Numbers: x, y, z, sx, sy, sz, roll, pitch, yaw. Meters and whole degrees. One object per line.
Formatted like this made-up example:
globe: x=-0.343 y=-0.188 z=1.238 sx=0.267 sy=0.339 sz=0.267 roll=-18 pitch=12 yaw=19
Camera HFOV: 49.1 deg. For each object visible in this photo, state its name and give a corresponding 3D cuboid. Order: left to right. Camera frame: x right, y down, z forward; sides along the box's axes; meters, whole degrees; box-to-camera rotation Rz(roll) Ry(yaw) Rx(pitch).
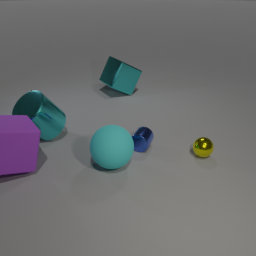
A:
cube: x=-3.669 y=0.478 z=8.624 sx=1.400 sy=1.400 sz=1.400 roll=-1 pitch=23 yaw=-37
cylinder: x=-3.256 y=-0.436 z=10.346 sx=1.400 sy=1.400 sz=1.400 roll=-13 pitch=57 yaw=21
ball: x=-0.513 y=0.598 z=8.918 sx=1.400 sy=1.400 sz=1.400 roll=0 pitch=28 yaw=0
cube: x=-0.400 y=-2.750 z=14.730 sx=1.400 sy=1.400 sz=1.400 roll=16 pitch=15 yaw=-40
cylinder: x=0.495 y=0.405 z=10.091 sx=0.700 sy=0.700 sz=0.700 roll=11 pitch=30 yaw=19
ball: x=2.574 y=0.655 z=9.584 sx=0.700 sy=0.700 sz=0.700 roll=0 pitch=28 yaw=0
